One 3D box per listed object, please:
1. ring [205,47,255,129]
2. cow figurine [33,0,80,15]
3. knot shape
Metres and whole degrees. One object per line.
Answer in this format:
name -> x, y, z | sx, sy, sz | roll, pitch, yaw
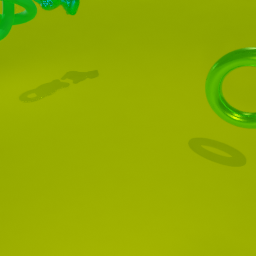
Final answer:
ring -> 2.226, -0.688, 5.162 | 1.618, 1.618, 0.324 | 18, 42, 23
cow figurine -> -2.217, -3.930, 8.353 | 1.518, 0.833, 1.494 | 29, 28, 2
knot shape -> -3.292, -3.190, 7.416 | 0.906, 1.960, 1.834 | 39, 19, 20
